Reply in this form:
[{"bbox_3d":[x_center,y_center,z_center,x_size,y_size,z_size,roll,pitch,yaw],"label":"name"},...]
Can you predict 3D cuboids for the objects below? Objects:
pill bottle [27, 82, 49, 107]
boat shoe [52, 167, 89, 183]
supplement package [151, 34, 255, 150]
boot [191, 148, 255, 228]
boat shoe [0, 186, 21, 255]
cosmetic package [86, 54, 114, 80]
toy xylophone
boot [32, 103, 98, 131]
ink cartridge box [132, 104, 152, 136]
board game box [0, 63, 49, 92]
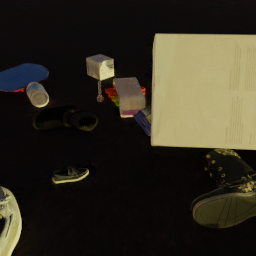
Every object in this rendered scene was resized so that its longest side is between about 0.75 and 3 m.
[{"bbox_3d":[-3.626,-1.377,11.142,0.683,0.683,1.255,-15,35,-23],"label":"pill bottle"},{"bbox_3d":[-1.506,1.198,7.356,0.954,0.297,0.356,-8,31,-16],"label":"boat shoe"},{"bbox_3d":[2.156,-0.968,7.887,2.975,2.845,2.188,2,5,3],"label":"supplement package"},{"bbox_3d":[2.210,1.318,6.663,2.400,0.866,1.813,-7,30,-20],"label":"boot"},{"bbox_3d":[-2.738,2.066,5.318,1.090,0.948,2.958,-6,32,-9],"label":"boat shoe"},{"bbox_3d":[-1.337,-2.936,13.470,0.873,0.878,1.049,-26,40,-34],"label":"cosmetic package"},{"bbox_3d":[-0.240,-1.342,11.093,1.951,0.670,2.665,0,32,0],"label":"toy xylophone"},{"bbox_3d":[-2.078,-0.253,9.306,1.849,0.696,1.383,-25,40,-35],"label":"boot"},{"bbox_3d":[0.767,-0.292,9.442,0.929,0.218,0.918,-28,74,-41],"label":"ink cartridge box"},{"bbox_3d":[-4.808,-2.091,12.532,2.033,0.501,2.574,31,48,33],"label":"board game box"}]
